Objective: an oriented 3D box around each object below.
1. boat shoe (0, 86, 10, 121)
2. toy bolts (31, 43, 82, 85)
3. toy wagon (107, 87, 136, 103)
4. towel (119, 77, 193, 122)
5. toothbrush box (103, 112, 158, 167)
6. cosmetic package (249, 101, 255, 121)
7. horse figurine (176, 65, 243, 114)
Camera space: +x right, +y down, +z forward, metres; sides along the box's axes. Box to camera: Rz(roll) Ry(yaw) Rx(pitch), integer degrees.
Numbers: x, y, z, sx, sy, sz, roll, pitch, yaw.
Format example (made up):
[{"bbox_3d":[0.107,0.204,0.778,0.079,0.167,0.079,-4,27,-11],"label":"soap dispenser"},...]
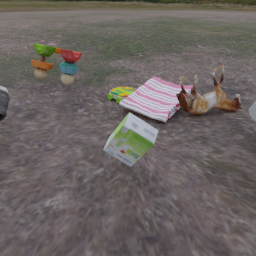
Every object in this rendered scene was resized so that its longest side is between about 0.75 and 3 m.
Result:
[{"bbox_3d":[-3.333,-0.165,6.057,2.207,0.629,0.738,-28,-25,31],"label":"boat shoe"},{"bbox_3d":[-2.513,-2.337,10.539,1.795,1.245,1.714,18,14,28],"label":"toy bolts"},{"bbox_3d":[0.007,-1.105,9.511,1.045,0.267,1.347,-22,33,-37],"label":"toy wagon"},{"bbox_3d":[0.945,-1.001,8.836,1.607,0.329,2.197,21,39,26],"label":"towel"},{"bbox_3d":[0.043,0.242,5.368,0.668,0.917,0.395,33,47,-9],"label":"toothbrush box"},{"bbox_3d":[4.002,-0.523,5.079,1.983,2.384,1.995,-20,63,-16],"label":"cosmetic package"},{"bbox_3d":[2.322,-0.964,8.313,2.192,1.452,0.547,-18,17,-17],"label":"horse figurine"}]
